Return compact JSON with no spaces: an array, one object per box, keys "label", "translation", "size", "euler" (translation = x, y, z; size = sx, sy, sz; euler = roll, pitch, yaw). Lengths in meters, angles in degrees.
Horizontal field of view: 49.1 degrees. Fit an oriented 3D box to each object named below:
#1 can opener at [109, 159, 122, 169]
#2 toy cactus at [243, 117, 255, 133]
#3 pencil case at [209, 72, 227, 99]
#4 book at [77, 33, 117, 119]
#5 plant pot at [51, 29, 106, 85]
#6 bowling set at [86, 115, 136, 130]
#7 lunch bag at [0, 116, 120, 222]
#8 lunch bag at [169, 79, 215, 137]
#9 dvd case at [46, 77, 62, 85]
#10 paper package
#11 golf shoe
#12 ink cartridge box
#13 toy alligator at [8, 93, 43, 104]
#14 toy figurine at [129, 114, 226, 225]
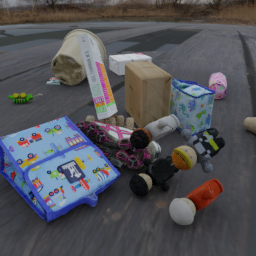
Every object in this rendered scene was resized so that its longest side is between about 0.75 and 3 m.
[{"label":"can opener","translation":[-0.738,1.061,8.344],"size":[1.314,0.346,0.437],"euler":[15,59,33]},{"label":"toy cactus","translation":[5.211,-0.030,9.725],"size":[2.977,1.522,2.456],"euler":[-27,27,-28]},{"label":"pencil case","translation":[4.598,-2.196,14.336],"size":[0.941,0.941,2.153],"euler":[8,26,15]},{"label":"book","translation":[-0.976,-1.603,8.982],"size":[0.602,2.507,1.675],"euler":[-13,7,4]},{"label":"plant pot","translation":[-2.984,-3.842,16.122],"size":[2.827,2.827,2.588],"euler":[6,39,13]},{"label":"bowling set","translation":[-0.543,0.044,10.082],"size":[1.833,0.984,1.275],"euler":[4,8,11]},{"label":"lunch bag","translation":[-1.806,1.164,7.515],"size":[2.160,1.349,2.869],"euler":[-23,47,-39]},{"label":"lunch bag","translation":[2.252,-0.852,10.758],"size":[1.258,1.678,1.974],"euler":[-15,30,-28]},{"label":"dvd case","translation":[-4.218,-2.769,16.399],"size":[0.824,0.124,1.129],"euler":[1,25,2]},{"label":"paper package","translation":[0.710,-1.335,11.124],"size":[1.195,2.201,2.310],"euler":[-8,27,-15]},{"label":"golf shoe","translation":[-0.388,0.488,8.960],"size":[2.959,1.074,1.362],"euler":[19,14,27]},{"label":"ink cartridge box","translation":[0.117,-4.210,18.336],"size":[2.345,0.971,1.718],"euler":[-11,28,-21]},{"label":"toy alligator","translation":[-4.873,-1.373,13.283],"size":[1.594,0.473,0.433],"euler":[-3,68,-9]},{"label":"toy figurine","translation":[1.054,0.901,6.691],"size":[1.532,2.168,2.202],"euler":[-25,35,-31]}]
